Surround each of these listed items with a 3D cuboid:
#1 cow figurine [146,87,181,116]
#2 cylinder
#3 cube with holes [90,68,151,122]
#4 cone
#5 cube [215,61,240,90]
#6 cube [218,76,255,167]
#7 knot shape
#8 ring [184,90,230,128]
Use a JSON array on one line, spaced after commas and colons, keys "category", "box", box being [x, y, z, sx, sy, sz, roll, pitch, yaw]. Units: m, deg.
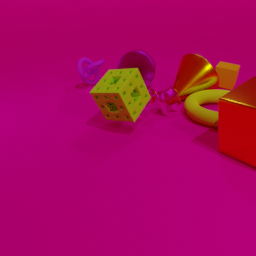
[{"category": "cow figurine", "box": [0.943, -0.890, 8.004, 1.098, 1.081, 0.603, -35, 37, -10]}, {"category": "cylinder", "box": [0.321, -2.057, 9.802, 1.286, 1.286, 1.286, 3, 17, 6]}, {"category": "cube with holes", "box": [-0.170, -0.823, 7.020, 0.929, 0.929, 0.929, 6, 49, 38]}, {"category": "cone", "box": [1.833, -1.307, 9.160, 1.595, 1.589, 1.589, -43, 44, -17]}, {"category": "cube", "box": [3.590, -1.929, 10.275, 0.748, 0.748, 0.748, 18, 33, 22]}, {"category": "cube", "box": [2.882, -0.121, 5.918, 1.372, 1.372, 1.372, -30, 35, -29]}, {"category": "knot shape", "box": [-1.374, -2.028, 10.162, 1.135, 1.062, 0.524, -18, 53, -31]}, {"category": "ring", "box": [2.676, -0.600, 8.097, 2.082, 0.416, 2.082, -1, 29, 1]}]
